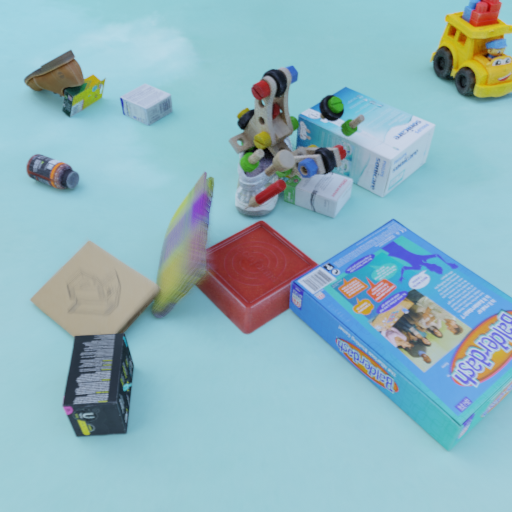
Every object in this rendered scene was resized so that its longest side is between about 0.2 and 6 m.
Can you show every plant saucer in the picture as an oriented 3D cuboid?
[{"bbox_3d":[-0.010,0.191,9.482,1.919,0.352,1.916,-29,51,-27],"label":"plant saucer"}]

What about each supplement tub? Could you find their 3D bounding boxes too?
[{"bbox_3d":[-4.058,-1.659,11.232,1.016,0.543,0.543,21,48,19],"label":"supplement tub"}]

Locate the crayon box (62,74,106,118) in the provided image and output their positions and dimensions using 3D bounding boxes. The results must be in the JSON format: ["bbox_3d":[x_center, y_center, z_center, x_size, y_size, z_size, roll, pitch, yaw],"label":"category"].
[{"bbox_3d":[-4.089,-3.839,13.318,0.284,0.711,1.120,40,51,2],"label":"crayon box"}]

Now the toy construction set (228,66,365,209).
[{"bbox_3d":[0.308,-1.913,10.333,2.134,1.966,2.559,36,60,-16],"label":"toy construction set"}]

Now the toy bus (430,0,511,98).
[{"bbox_3d":[5.599,-5.276,13.803,1.513,2.140,2.229,-13,47,-15],"label":"toy bus"}]

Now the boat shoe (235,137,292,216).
[{"bbox_3d":[0.148,-1.999,11.287,1.054,0.917,2.860,8,45,10],"label":"boat shoe"}]

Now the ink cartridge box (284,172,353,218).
[{"bbox_3d":[1.204,-1.273,10.877,1.110,0.467,0.810,22,49,22],"label":"ink cartridge box"}]

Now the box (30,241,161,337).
[{"bbox_3d":[-2.563,0.624,8.893,1.698,0.181,1.388,30,68,28],"label":"box"}]

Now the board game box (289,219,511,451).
[{"bbox_3d":[2.423,0.952,8.427,2.398,0.709,3.153,-29,51,-26],"label":"board game box"}]

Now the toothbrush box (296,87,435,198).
[{"bbox_3d":[2.235,-2.437,11.694,2.307,0.984,1.689,32,53,28],"label":"toothbrush box"}]

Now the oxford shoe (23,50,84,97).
[{"bbox_3d":[-4.822,-4.144,13.344,0.886,0.885,2.484,-43,29,-25],"label":"oxford shoe"}]

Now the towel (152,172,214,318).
[{"bbox_3d":[-1.169,-0.176,9.102,0.250,1.578,2.197,24,41,-23],"label":"towel"}]

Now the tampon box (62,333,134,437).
[{"bbox_3d":[-2.099,1.731,7.548,0.700,0.831,1.108,-3,44,-3],"label":"tampon box"}]

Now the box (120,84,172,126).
[{"bbox_3d":[-2.589,-3.578,13.229,0.903,0.474,0.830,29,52,26],"label":"box"}]
